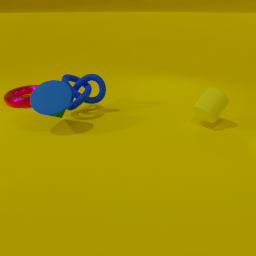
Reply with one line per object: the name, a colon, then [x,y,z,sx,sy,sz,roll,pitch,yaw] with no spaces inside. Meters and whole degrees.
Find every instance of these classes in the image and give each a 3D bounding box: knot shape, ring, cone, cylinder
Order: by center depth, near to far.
cylinder: [2.382,-0.648,8.059,0.746,0.746,0.746,-51,41,-6]
cone: [-2.069,-0.583,8.115,1.146,1.150,1.146,-1,62,2]
knot shape: [-1.528,-1.117,8.885,1.468,0.678,1.373,18,62,12]
ring: [-3.623,-1.181,10.119,1.651,0.330,1.651,-3,27,1]
